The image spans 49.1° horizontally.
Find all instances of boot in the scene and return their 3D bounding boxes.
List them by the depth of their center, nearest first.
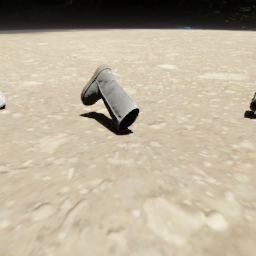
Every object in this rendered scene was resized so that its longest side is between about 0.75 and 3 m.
[{"bbox_3d":[-0.532,-0.633,7.738,0.660,1.653,1.818,-15,61,-40],"label":"boot"}]

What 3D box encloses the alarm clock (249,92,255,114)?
[{"bbox_3d":[3.967,-0.920,8.452,0.384,0.777,1.152,25,35,21],"label":"alarm clock"}]

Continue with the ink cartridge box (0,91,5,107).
[{"bbox_3d":[-4.414,-1.067,9.221,0.384,0.669,0.922,-38,31,-6],"label":"ink cartridge box"}]
